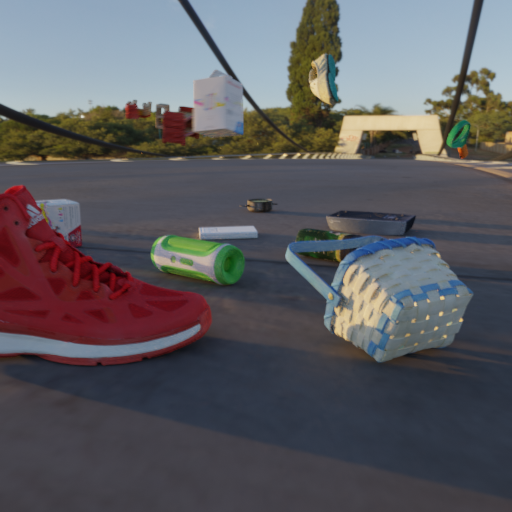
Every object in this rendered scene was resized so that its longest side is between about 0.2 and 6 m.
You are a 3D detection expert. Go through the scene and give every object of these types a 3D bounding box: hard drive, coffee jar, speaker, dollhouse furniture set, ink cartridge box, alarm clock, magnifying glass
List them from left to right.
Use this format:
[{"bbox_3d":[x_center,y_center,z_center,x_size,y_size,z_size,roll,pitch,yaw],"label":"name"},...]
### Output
[{"bbox_3d":[-4.540,-0.655,11.911,1.338,0.972,0.968,-9,15,-35],"label":"ink cartridge box"},{"bbox_3d":[-2.047,-2.794,11.694,1.595,0.649,0.859,11,24,15],"label":"dollhouse furniture set"},{"bbox_3d":[-1.005,0.052,9.430,1.630,0.721,0.721,10,16,37],"label":"speaker"},{"bbox_3d":[-0.607,-2.453,9.049,0.598,0.955,0.614,0,1,26],"label":"ink cartridge box"},{"bbox_3d":[-0.676,-0.545,13.253,1.326,0.174,0.874,-1,13,-7],"label":"hard drive"},{"bbox_3d":[0.015,-1.544,17.255,1.137,0.378,0.767,-4,14,-25],"label":"alarm clock"},{"bbox_3d":[1.452,-0.192,10.790,1.306,0.557,0.681,10,8,40],"label":"coffee jar"},{"bbox_3d":[2.878,-0.841,14.013,1.977,0.418,1.334,6,14,25],"label":"hard drive"},{"bbox_3d":[3.202,-1.777,8.755,0.122,0.432,1.086,44,8,26],"label":"magnifying glass"}]

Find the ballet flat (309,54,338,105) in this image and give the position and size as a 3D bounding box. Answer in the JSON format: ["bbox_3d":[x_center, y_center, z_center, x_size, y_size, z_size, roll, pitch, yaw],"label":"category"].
[{"bbox_3d":[1.406,-3.639,11.808,0.562,0.608,1.802,-17,39,21],"label":"ballet flat"}]

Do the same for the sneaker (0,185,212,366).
[{"bbox_3d":[-2.112,0.156,6.288,3.200,1.849,1.254,-2,13,-8],"label":"sneaker"}]

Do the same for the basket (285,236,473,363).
[{"bbox_3d":[1.382,0.327,6.522,1.593,1.257,1.807,-6,40,-27],"label":"basket"}]
